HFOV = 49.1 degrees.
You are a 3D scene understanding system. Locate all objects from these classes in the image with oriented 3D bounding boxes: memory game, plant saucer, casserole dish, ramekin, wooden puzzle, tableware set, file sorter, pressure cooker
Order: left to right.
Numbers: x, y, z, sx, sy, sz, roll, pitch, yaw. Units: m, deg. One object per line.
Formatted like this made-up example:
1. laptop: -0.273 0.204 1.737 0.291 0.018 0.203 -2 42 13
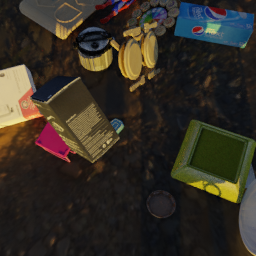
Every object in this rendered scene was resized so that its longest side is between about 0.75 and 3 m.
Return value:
1. wooden puzzle: -2.580 -5.131 11.600 2.659 0.665 2.871 35 74 16
2. file sorter: -1.962 0.184 8.865 1.031 0.931 1.484 24 72 11
3. pressure cooker: -1.174 -2.893 10.064 1.290 1.444 1.270 34 69 15
4. casserole dish: -0.483 -0.004 9.422 0.477 0.153 0.788 36 71 16
5. tableware set: 0.310 -2.415 9.156 0.549 1.810 2.738 5 26 26
6. memory game: 0.929 -4.289 10.924 2.206 0.141 2.206 -13 58 22
7. plant saucer: 0.973 2.263 8.282 0.848 0.146 0.848 0 53 0
8. plant saucer: 2.741 0.868 8.729 2.218 0.532 2.222 20 66 13
9. ramekin: 3.887 2.372 7.336 0.971 2.085 2.085 15 65 -6

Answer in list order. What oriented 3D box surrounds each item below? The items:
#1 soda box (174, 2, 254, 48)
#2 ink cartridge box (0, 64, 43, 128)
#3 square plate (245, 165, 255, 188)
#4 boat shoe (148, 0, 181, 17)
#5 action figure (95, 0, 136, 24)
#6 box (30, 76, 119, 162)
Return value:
1. soda box: 3.287 -3.988 10.847 2.797 0.949 0.897 12 65 6
2. ink cartridge box: -4.161 -0.894 9.104 2.297 0.951 1.683 -17 91 -8
3. square plate: 3.484 1.470 8.739 0.884 0.126 0.876 -4 65 -2
4. boat shoe: 1.515 -5.365 11.675 0.758 0.776 2.051 -29 70 -25
5. action figure: -0.354 -5.239 11.457 0.689 0.872 2.667 7 45 42
6. box: -1.384 -0.277 7.269 1.031 1.977 1.463 -43 31 -19
